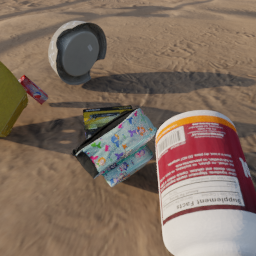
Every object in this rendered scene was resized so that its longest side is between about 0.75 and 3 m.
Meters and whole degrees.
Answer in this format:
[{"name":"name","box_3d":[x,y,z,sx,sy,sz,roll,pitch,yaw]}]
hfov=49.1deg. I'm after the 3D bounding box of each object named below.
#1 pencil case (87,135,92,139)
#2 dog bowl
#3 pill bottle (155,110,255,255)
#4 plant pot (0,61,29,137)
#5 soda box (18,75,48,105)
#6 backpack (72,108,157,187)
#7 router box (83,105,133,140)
[{"name":"pencil case","box_3d":[-0.522,0.464,7.530,1.263,0.491,0.565,5,32,4]},{"name":"dog bowl","box_3d":[-1.923,-2.886,10.656,0.720,2.457,2.457,35,47,28]},{"name":"pill bottle","box_3d":[1.395,1.267,4.993,1.668,1.668,2.953,0,52,0]},{"name":"plant pot","box_3d":[-4.046,-0.856,7.614,2.251,2.200,2.186,30,77,-13]},{"name":"soda box","box_3d":[-3.208,-1.284,9.460,0.373,1.064,0.337,-41,38,5]},{"name":"backpack","box_3d":[-0.152,0.396,6.285,1.765,1.567,1.329,-43,89,-3]},{"name":"router box","box_3d":[-0.540,-0.144,8.474,1.572,0.411,1.236,-7,38,-10]}]
